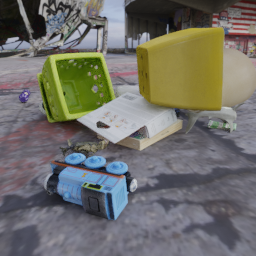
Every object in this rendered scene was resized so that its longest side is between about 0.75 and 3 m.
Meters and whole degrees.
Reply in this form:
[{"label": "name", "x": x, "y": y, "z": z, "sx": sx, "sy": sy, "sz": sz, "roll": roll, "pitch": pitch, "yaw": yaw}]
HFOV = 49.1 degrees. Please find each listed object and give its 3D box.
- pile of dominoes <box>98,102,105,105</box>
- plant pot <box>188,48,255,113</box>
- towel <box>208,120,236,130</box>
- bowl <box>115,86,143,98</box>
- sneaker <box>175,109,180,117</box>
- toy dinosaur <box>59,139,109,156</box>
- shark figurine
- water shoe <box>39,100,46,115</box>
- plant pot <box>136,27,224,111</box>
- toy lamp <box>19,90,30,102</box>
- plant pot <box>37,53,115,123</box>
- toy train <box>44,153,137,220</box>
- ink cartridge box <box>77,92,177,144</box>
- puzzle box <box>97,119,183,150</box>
[{"label": "pile of dominoes", "x": -1.868, "y": -1.343, "z": 13.831, "sx": 2.083, "sy": 0.425, "sz": 2.672, "roll": -2, "pitch": 19, "yaw": -6}, {"label": "plant pot", "x": 3.684, "y": -1.814, "z": 12.414, "sx": 2.899, "sy": 2.715, "sz": 2.715, "roll": -29, "pitch": 32, "yaw": -33}, {"label": "towel", "x": 3.557, "y": -0.112, "z": 10.584, "sx": 0.998, "sy": 0.117, "sz": 0.761, "roll": 7, "pitch": 19, "yaw": 20}, {"label": "bowl", "x": 0.060, "y": -1.403, "z": 13.115, "sx": 1.338, "sy": 1.336, "sz": 0.500, "roll": 2, "pitch": 62, "yaw": 3}, {"label": "sneaker", "x": 1.779, "y": -0.618, "z": 11.740, "sx": 1.029, "sy": 0.388, "sz": 0.404, "roll": -10, "pitch": 15, "yaw": -33}, {"label": "toy dinosaur", "x": -1.374, "y": 0.590, "z": 7.931, "sx": 1.970, "sy": 0.468, "sz": 0.868, "roll": 1, "pitch": 22, "yaw": 42}, {"label": "shark figurine", "x": 3.307, "y": -0.279, "z": 10.048, "sx": 2.456, "sy": 1.025, "sz": 1.467, "roll": -2, "pitch": -17, "yaw": -31}, {"label": "water shoe", "x": -3.048, "y": -1.116, "z": 12.720, "sx": 1.097, "sy": 0.993, "sz": 2.779, "roll": -34, "pitch": 6, "yaw": 39}, {"label": "plant pot", "x": 1.453, "y": -1.808, "z": 8.779, "sx": 2.080, "sy": 2.359, "sz": 2.359, "roll": -8, "pitch": 20, "yaw": -9}, {"label": "toy lamp", "x": -5.479, "y": -1.685, "z": 14.821, "sx": 0.494, "sy": 0.494, "sz": 1.698, "roll": -5, "pitch": 17, "yaw": -15}, {"label": "plant pot", "x": -2.137, "y": -1.444, "z": 10.880, "sx": 2.330, "sy": 2.342, "sz": 2.125, "roll": -15, "pitch": 2, "yaw": -39}, {"label": "toy train", "x": -0.823, "y": 1.119, "z": 5.756, "sx": 1.958, "sy": 0.849, "sz": 1.119, "roll": 9, "pitch": 26, "yaw": 24}, {"label": "ink cartridge box", "x": -0.104, "y": -0.258, "z": 9.205, "sx": 2.274, "sy": 0.571, "sz": 2.620, "roll": -32, "pitch": 32, "yaw": -22}, {"label": "puzzle box", "x": 0.472, "y": 0.027, "z": 9.781, "sx": 1.802, "sy": 0.344, "sz": 2.708, "roll": 14, "pitch": 23, "yaw": 36}]
